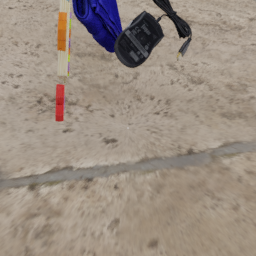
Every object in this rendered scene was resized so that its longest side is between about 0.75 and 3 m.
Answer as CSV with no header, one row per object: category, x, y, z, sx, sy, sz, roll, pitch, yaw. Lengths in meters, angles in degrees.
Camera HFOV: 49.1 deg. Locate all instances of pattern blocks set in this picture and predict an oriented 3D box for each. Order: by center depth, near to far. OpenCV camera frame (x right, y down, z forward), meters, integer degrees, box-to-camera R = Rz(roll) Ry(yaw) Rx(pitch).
pattern blocks set,-1.224,-1.584,5.424,0.211,2.604,2.289,2,15,-12

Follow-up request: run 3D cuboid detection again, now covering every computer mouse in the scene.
computer mouse,0.588,-1.962,6.467,1.523,0.499,2.168,41,67,-21

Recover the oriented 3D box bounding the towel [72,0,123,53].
towel,-0.652,-3.127,6.765,0.684,2.763,2.040,-6,89,9
